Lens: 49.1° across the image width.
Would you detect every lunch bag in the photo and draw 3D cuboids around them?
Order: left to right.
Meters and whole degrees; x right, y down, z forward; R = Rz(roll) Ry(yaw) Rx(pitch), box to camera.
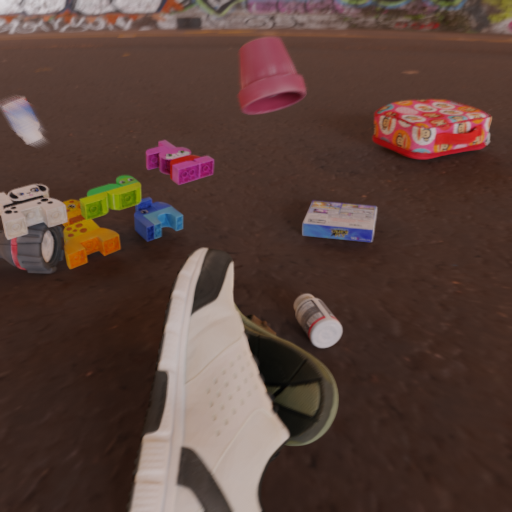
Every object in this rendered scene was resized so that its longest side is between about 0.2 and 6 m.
[{"bbox_3d":[4.805,-3.392,14.957,2.792,1.144,2.459,-14,30,-25],"label":"lunch bag"}]

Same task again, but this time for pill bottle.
[{"bbox_3d":[-3.769,-2.177,9.079,0.379,0.675,0.379,-17,26,8],"label":"pill bottle"},{"bbox_3d":[0.798,0.846,7.556,0.444,0.444,0.803,-8,29,-15],"label":"pill bottle"}]

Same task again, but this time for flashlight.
[{"bbox_3d":[-4.548,-0.205,9.137,2.651,0.897,0.901,3,43,6],"label":"flashlight"}]

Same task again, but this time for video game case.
[{"bbox_3d":[1.604,-0.668,10.637,1.290,0.293,1.169,7,28,13],"label":"video game case"}]

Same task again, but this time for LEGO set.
[{"bbox_3d":[-2.742,-0.933,9.910,3.754,1.432,1.541,-23,45,-34],"label":"LEGO set"}]

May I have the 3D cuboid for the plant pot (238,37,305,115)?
[{"bbox_3d":[0.217,-3.623,11.208,1.341,1.201,1.341,-13,-1,0],"label":"plant pot"}]

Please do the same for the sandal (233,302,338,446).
[{"bbox_3d":[-0.161,1.201,6.454,0.854,1.188,2.993,26,4,-44],"label":"sandal"}]

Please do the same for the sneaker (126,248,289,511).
[{"bbox_3d":[-0.375,1.355,5.355,1.313,1.210,3.282,7,53,-5],"label":"sneaker"}]
